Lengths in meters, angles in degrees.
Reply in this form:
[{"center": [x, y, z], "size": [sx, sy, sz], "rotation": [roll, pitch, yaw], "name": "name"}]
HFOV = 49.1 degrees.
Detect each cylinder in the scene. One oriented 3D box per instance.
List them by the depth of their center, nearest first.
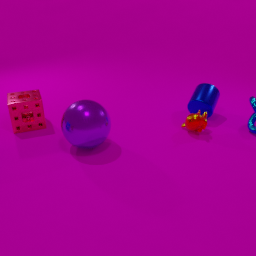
[{"center": [2.525, -0.904, 9.341], "size": [0.864, 0.864, 0.864], "rotation": [15, 56, 26], "name": "cylinder"}]

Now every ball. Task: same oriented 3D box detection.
[{"center": [-1.130, -0.101, 7.595], "size": [1.344, 1.344, 1.344], "rotation": [0, 28, 0], "name": "ball"}]

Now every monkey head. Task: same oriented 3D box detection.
[{"center": [2.061, -0.261, 8.444], "size": [0.622, 1.032, 0.742], "rotation": [29, 59, -7], "name": "monkey head"}]

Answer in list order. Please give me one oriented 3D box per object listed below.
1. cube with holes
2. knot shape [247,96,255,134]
[{"center": [-3.188, -0.545, 8.821], "size": [0.976, 0.976, 0.976], "rotation": [-10, 29, -19], "name": "cube with holes"}, {"center": [4.174, -0.306, 8.494], "size": [1.384, 0.639, 1.295], "rotation": [30, 63, 11], "name": "knot shape"}]
